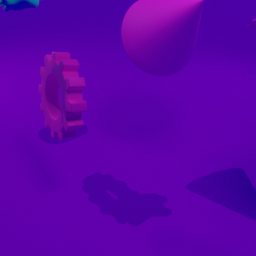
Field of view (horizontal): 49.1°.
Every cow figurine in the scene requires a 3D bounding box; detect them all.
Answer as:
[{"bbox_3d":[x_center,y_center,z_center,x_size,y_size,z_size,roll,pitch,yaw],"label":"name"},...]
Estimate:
[{"bbox_3d":[-1.537,-2.210,3.840,1.045,1.062,0.583,-36,5,7],"label":"cow figurine"}]

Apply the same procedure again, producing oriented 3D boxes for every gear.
[{"bbox_3d":[-1.130,-0.521,4.676,0.262,1.414,1.414,-8,32,-35],"label":"gear"}]

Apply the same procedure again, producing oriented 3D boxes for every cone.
[{"bbox_3d":[0.743,-1.587,4.163,1.380,1.380,1.385,-11,2,-16],"label":"cone"}]

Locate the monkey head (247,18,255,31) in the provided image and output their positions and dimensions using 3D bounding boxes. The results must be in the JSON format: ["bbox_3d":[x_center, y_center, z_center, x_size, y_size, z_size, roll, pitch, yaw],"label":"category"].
[{"bbox_3d":[1.863,-1.313,3.095,1.017,0.731,0.613,-43,60,5],"label":"monkey head"}]
